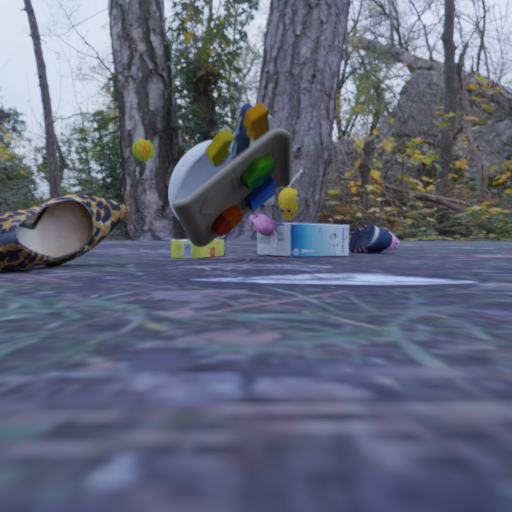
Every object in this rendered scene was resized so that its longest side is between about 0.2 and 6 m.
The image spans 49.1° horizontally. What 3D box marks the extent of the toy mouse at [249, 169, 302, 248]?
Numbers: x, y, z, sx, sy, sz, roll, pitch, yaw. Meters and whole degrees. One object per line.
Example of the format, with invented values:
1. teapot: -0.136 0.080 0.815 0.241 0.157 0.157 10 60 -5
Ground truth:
1. toy mouse: 0.119 -0.935 10.548 1.345 1.514 0.293 6 -1 26

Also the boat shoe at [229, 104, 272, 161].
1. boat shoe: -0.208 -2.171 10.932 0.605 0.733 1.957 40 -23 9

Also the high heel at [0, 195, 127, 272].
1. high heel: -2.272 -0.323 6.698 2.363 0.844 1.685 -23 10 -40

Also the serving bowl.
1. serving bowl: -1.336 -1.921 14.312 0.797 2.424 2.424 37 22 30

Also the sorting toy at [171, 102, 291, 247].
1. sorting toy: -0.287 -1.078 8.426 2.020 0.363 2.712 -36 -16 -8

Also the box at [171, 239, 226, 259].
1. box: -1.049 -0.139 10.412 0.518 0.345 1.375 1 2 18

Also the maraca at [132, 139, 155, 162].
1. maraca: -2.812 -2.668 14.108 0.448 0.574 0.837 -2 12 24

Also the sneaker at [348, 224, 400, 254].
1. sneaker: 2.690 -0.282 13.054 0.775 0.663 1.889 22 -1 -6

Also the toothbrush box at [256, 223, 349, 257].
1. toothbrush box: 0.929 -0.317 11.115 1.521 0.649 1.114 0 2 -35
